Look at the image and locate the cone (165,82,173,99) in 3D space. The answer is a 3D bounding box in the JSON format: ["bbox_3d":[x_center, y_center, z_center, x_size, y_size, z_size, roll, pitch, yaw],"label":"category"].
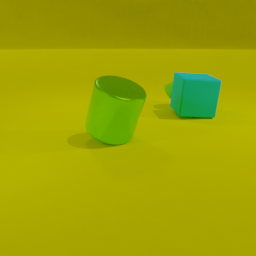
[{"bbox_3d":[2.215,-1.657,10.691,1.175,1.179,1.175,21,43,-22],"label":"cone"}]

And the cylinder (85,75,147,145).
[{"bbox_3d":[-0.341,-0.476,7.247,1.337,1.337,1.337,13,31,-8],"label":"cylinder"}]

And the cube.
[{"bbox_3d":[2.314,-1.177,9.821,1.293,1.293,1.293,2,20,-7],"label":"cube"}]
